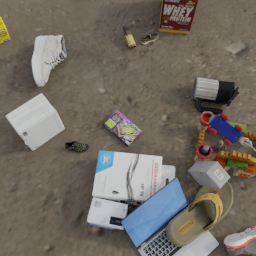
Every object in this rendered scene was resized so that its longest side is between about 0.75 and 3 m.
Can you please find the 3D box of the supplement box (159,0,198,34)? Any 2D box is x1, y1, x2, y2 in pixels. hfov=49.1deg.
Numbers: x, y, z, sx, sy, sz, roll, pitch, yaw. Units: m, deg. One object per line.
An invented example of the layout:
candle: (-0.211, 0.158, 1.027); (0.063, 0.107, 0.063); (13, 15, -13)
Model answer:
supplement box: (2.271, -5.863, 12.578); (1.458, 2.166, 2.196); (6, 64, 3)

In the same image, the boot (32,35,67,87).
boot: (-3.252, -2.948, 11.821); (1.255, 0.966, 2.625); (-8, 63, 3)

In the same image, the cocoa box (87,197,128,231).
cocoa box: (-0.636, 2.830, 9.121); (1.187, 0.779, 0.792); (10, 64, 5)

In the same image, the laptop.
laptop: (1.362, 3.244, 8.589); (2.237, 1.385, 2.389); (-34, 69, -15)

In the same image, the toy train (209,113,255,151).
toy train: (3.294, 0.175, 8.956); (1.608, 0.931, 0.681); (38, 102, 0)

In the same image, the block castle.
block castle: (3.831, 0.571, 9.925); (2.805, 1.316, 1.874); (12, 65, 6)

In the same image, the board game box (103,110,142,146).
board game box: (-0.220, -0.004, 10.839); (1.372, 0.222, 0.823); (41, 75, 17)

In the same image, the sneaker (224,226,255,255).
sneaker: (4.015, 3.674, 8.889); (1.952, 0.752, 0.799); (-12, 90, -4)

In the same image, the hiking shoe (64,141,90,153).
hiking shoe: (-1.889, 0.681, 10.347); (0.910, 0.458, 0.344); (0, 64, 0)

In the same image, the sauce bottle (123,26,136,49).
sauce bottle: (0.039, -4.085, 12.601); (0.347, 0.347, 1.050); (-20, 82, -9)

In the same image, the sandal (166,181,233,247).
sandal: (2.473, 2.677, 9.113); (2.936, 0.793, 1.179); (-33, 68, -24)

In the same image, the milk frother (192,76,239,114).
milk frother: (3.324, -1.390, 10.746); (1.494, 1.588, 1.433); (9, 68, 5)

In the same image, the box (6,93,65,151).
box: (-3.311, -0.185, 10.189); (1.500, 1.492, 0.980); (-36, 69, -16)

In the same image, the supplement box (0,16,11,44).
supplement box: (-5.888, -4.493, 12.787); (0.599, 0.603, 1.101); (-24, 67, -11)

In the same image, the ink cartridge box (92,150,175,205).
ink cartridge box: (0.287, 1.750, 9.569); (2.758, 0.920, 1.598); (5, 64, 2)

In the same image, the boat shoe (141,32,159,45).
boat shoe: (1.015, -4.129, 12.775); (0.949, 0.308, 0.348); (-35, 69, -16)

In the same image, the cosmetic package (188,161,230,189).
cosmetic package: (2.671, 1.530, 9.352); (0.613, 1.360, 0.727); (-43, 93, -16)
